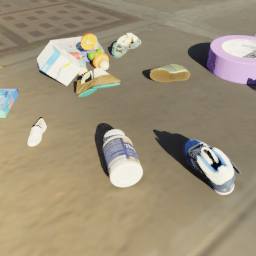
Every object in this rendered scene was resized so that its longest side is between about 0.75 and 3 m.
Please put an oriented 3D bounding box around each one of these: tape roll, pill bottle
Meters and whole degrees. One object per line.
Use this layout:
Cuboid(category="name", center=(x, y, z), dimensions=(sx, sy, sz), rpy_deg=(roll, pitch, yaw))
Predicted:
Cuboid(category="tape roll", center=(4.904, -2.987, 11.966), dimensions=(2.842, 0.932, 2.842), rpy_deg=(-1, 39, 0))
Cuboid(category="pill bottle", center=(-0.207, 0.726, 7.347), dimensions=(0.836, 0.836, 1.507), rpy_deg=(-9, 39, -11))

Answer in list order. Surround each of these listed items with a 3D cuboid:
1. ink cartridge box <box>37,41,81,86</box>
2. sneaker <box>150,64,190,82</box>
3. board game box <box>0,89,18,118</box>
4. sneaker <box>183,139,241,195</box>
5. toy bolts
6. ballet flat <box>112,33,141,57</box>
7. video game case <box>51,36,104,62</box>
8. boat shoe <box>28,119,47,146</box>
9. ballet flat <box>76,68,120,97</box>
Cuboid(category="ink cartridge box", center=(-2.547, -2.380, 10.380), dimensions=(1.232, 0.899, 0.903), rpy_deg=(31, 21, -40))
Cuboid(category="sneaker", center=(1.644, -2.288, 11.474), dimensions=(1.648, 0.553, 0.740), rpy_deg=(-1, 36, -9))
Cuboid(category="board game box", center=(-4.632, -0.891, 9.832), dimensions=(1.092, 0.323, 1.437), rpy_deg=(1, 38, 1))
Cuboid(category="sneaker", center=(1.900, 0.646, 6.878), dimensions=(0.766, 1.392, 1.901), rpy_deg=(-31, 48, -1))
Cuboid(category="toy bolts", center=(-1.648, -2.910, 11.707), dimensions=(1.604, 1.532, 1.113), rpy_deg=(-29, 58, -7))
Cuboid(category="ballet flat", center=(-0.004, -4.204, 13.706), dimensions=(0.858, 0.858, 2.312), rpy_deg=(18, 41, 21))
Cuboid(category="video game case", center=(-2.433, -3.702, 13.265), dimensions=(2.173, 0.494, 1.969), rpy_deg=(-13, 41, -16))
Cuboid(category="boat shoe", center=(-2.797, 0.111, 8.514), dimensions=(0.382, 0.374, 1.078), rpy_deg=(2, 38, 2))
Cuboid(category="ballet flat", center=(-1.125, -1.633, 9.692), dimensions=(0.706, 0.753, 2.082), rpy_deg=(-12, 2, -44))
